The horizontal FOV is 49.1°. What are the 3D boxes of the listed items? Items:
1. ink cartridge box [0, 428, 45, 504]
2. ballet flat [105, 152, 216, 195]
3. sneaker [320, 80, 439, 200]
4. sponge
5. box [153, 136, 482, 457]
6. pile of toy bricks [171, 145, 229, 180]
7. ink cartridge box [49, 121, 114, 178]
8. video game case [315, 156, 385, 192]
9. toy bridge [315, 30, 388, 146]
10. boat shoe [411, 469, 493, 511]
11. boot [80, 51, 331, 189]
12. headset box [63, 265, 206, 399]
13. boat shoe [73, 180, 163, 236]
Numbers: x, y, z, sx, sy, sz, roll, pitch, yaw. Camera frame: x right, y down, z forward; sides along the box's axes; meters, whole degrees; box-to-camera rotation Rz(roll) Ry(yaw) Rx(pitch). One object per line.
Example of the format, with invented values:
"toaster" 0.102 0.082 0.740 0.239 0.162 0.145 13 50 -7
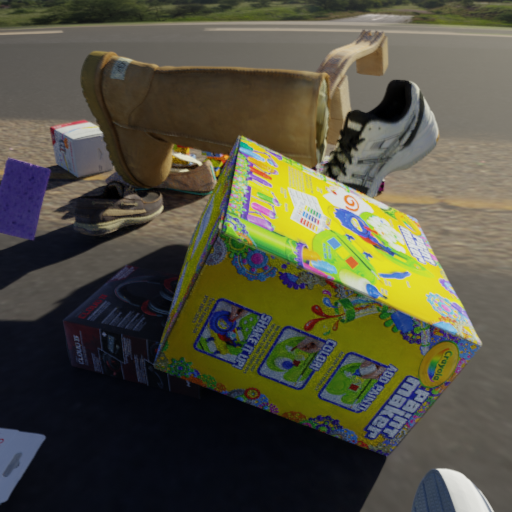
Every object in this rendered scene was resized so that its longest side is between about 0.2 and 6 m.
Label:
"ink cartridge box" -2.796 2.068 5.312 1.435 0.483 0.840 4 28 8
"ballet flat" -2.113 -1.893 12.320 2.546 0.856 0.867 3 28 7
"sneaker" 1.661 -1.731 9.599 3.270 1.433 1.237 -43 40 -12
"sponge" -3.166 -0.758 7.532 0.561 1.005 0.150 13 -5 -14
"box" 0.585 0.282 6.382 2.670 1.691 2.772 23 26 -10
"pile of toy bricks" -0.837 -2.783 13.267 3.080 1.520 1.709 6 29 12
"ink cartridge box" -4.190 -2.588 13.489 0.960 0.965 1.328 -22 35 -35
"video game case" 2.124 -1.925 12.969 1.525 0.301 1.683 3 28 6
"toy bridge" 1.487 -2.921 11.132 0.680 1.679 4.995 17 61 24
"boat shoe" 1.707 2.819 3.606 0.971 1.069 2.908 14 37 -6
"boot" -0.725 -2.014 9.849 3.930 3.442 1.300 11 70 13
"headset box" -1.346 0.882 7.235 2.010 0.754 1.494 10 30 18
"boat shoe" -2.517 -1.001 10.589 0.797 0.785 2.141 13 24 26
